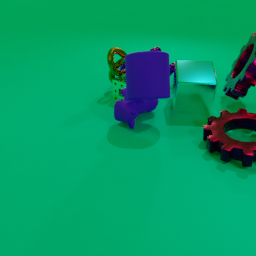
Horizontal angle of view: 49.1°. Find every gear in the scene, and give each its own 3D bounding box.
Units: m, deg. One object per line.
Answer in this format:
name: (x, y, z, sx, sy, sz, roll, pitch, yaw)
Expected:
gear: (2.645, 0.157, 6.360, 1.786, 0.330, 1.786, -6, 34, 4)
gear: (3.368, -1.786, 7.825, 0.374, 2.022, 2.022, 25, 35, 1)

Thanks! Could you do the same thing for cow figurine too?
cow figurine: (0.596, -1.945, 9.554, 1.733, 1.705, 0.951, 43, 27, 0)
cow figurine: (0.257, -0.592, 7.538, 1.457, 0.799, 1.433, -8, 30, -21)

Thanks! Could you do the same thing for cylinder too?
cylinder: (0.480, -1.241, 6.822, 1.072, 1.072, 1.072, -2, 5, 0)

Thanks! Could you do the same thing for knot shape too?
knot shape: (-0.187, -1.968, 8.747, 1.261, 1.347, 0.623, 29, 13, -44)

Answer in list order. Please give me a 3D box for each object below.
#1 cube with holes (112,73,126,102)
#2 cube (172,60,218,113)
cube with holes: (0.030, -1.165, 8.478, 0.701, 0.701, 0.701, 22, 38, 31)
cube: (1.839, -1.175, 7.937, 1.060, 1.060, 1.060, 3, 47, 4)
